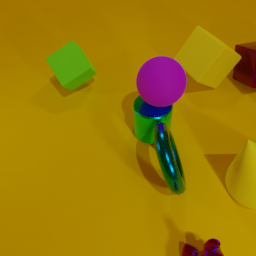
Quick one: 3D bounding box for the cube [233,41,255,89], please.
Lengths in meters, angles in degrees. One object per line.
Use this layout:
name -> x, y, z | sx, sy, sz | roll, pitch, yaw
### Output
cube -> 4.191, -2.050, 8.903 | 1.157, 1.157, 1.157 | -12, 28, -10

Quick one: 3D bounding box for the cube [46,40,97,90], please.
cube -> -1.701, -1.881, 8.578 | 0.997, 0.997, 0.997 | -32, 88, 5

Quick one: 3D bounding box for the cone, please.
cone -> 2.808, 0.730, 6.220 | 1.585, 1.591, 1.585 | -19, 43, 19

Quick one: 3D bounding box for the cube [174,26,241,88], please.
cube -> 2.459, -2.171, 8.733 | 1.241, 1.241, 1.241 | 5, 40, -47

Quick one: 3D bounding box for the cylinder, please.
cylinder -> 0.672, -0.280, 7.710 | 1.056, 1.056, 1.056 | -1, 49, 2

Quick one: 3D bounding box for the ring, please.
ring -> 0.980, 0.704, 6.557 | 0.347, 1.737, 1.737 | -17, 50, 13

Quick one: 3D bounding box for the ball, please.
ball -> 0.820, -1.142, 6.927 | 1.236, 1.236, 1.236 | 0, 51, 0

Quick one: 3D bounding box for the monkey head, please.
monkey head -> 1.458, 2.645, 5.485 | 0.909, 0.762, 1.264 | 15, 93, 23
